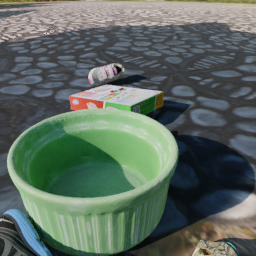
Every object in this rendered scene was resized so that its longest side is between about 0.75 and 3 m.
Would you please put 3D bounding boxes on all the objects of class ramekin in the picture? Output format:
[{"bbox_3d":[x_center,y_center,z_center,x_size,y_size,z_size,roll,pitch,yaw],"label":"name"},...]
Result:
[{"bbox_3d":[-0.592,0.898,5.350,2.969,1.450,2.969,0,29,0],"label":"ramekin"}]

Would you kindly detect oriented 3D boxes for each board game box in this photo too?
[{"bbox_3d":[-0.358,-0.882,9.055,2.428,0.490,1.858,13,26,35],"label":"board game box"}]

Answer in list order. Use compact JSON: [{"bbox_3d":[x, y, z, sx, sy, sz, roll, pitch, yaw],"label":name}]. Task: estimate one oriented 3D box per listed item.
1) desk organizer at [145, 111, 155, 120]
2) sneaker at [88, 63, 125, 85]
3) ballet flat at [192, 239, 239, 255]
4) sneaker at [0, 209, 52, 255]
[{"bbox_3d":[0.334,-0.346,8.756,0.923,0.331,0.355,-8,28,-15],"label":"desk organizer"},{"bbox_3d":[-0.832,-2.249,11.344,1.690,0.687,0.745,-32,18,-31],"label":"sneaker"},{"bbox_3d":[1.197,1.896,4.146,0.458,1.216,0.412,-32,74,-15],"label":"ballet flat"},{"bbox_3d":[-1.514,2.133,3.986,0.979,0.837,2.362,-33,40,-27],"label":"sneaker"}]
